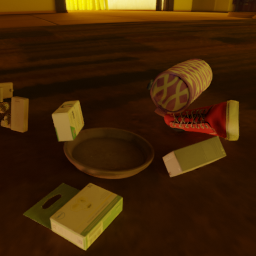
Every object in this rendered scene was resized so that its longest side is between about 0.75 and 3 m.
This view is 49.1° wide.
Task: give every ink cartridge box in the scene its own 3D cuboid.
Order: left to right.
[{"bbox_3d":[-1.262,-0.172,6.004,0.354,0.611,0.844,-5,22,9],"label":"ink cartridge box"},{"bbox_3d":[-0.909,1.279,4.594,1.360,0.326,0.989,18,32,27],"label":"ink cartridge box"}]

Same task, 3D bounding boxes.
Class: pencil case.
[{"bbox_3d":[1.488,-1.134,7.412,1.091,1.111,2.600,27,31,19],"label":"pencil case"}]

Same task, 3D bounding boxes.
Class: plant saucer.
[{"bbox_3d":[-0.395,0.499,5.924,1.889,0.278,1.889,6,25,-3],"label":"plant saucer"}]

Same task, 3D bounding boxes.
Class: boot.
[{"bbox_3d":[1.593,-0.177,6.313,1.613,0.809,2.236,4,-2,11],"label":"boot"}]

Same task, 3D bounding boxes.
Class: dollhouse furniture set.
[{"bbox_3d":[-2.962,-0.583,7.438,1.111,1.056,0.905,11,15,14],"label":"dollhouse furniture set"}]

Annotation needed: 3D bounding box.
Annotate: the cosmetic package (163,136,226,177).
[{"bbox_3d":[1.294,0.566,5.503,1.071,0.572,0.483,-12,75,-22],"label":"cosmetic package"}]
